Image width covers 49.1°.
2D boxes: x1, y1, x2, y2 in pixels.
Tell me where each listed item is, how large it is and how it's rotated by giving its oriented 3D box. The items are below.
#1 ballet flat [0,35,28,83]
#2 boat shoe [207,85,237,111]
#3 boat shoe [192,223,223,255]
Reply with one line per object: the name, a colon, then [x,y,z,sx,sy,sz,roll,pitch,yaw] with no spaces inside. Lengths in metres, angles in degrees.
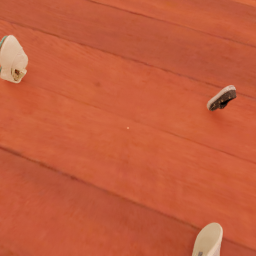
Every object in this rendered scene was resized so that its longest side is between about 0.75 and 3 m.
ballet flat: [-3.417,-1.980,8.459,0.842,2.425,0.842,6,76,-24]
boat shoe: [2.740,-0.768,8.249,0.455,1.327,0.376,-9,70,-14]
boat shoe: [1.881,3.059,6.678,0.552,0.564,1.584,-1,45,47]
